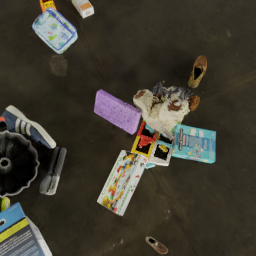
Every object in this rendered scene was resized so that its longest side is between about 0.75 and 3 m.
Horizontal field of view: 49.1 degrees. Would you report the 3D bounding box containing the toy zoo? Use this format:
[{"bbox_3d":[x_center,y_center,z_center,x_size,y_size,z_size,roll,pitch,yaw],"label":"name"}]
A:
[{"bbox_3d":[1.103,0.510,11.221,1.538,0.240,2.344,19,69,7],"label":"toy zoo"}]

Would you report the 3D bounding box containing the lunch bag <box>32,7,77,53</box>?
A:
[{"bbox_3d":[-3.285,-4.443,12.694,1.784,0.736,1.434,44,85,0],"label":"lunch bag"}]

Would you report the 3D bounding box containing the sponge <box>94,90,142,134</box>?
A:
[{"bbox_3d":[-0.450,-0.640,11.079,1.957,1.092,0.292,30,44,17],"label":"sponge"}]

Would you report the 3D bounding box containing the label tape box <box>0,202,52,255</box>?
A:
[{"bbox_3d":[-3.818,4.287,9.349,2.042,0.942,2.851,-32,69,-13],"label":"label tape box"}]

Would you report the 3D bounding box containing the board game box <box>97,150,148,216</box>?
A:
[{"bbox_3d":[-0.192,1.774,9.435,0.348,1.270,2.011,33,75,-30],"label":"board game box"}]

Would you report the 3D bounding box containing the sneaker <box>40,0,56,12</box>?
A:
[{"bbox_3d":[-3.717,-5.442,13.273,0.802,0.848,2.199,-24,79,-11],"label":"sneaker"}]

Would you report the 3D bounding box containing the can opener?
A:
[{"bbox_3d":[-2.800,1.600,10.625,0.501,0.632,1.902,10,64,5],"label":"can opener"}]

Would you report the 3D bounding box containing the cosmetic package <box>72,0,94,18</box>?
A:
[{"bbox_3d":[-2.243,-6.064,13.769,0.614,0.432,1.211,-30,70,-11],"label":"cosmetic package"}]

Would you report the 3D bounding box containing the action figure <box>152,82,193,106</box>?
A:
[{"bbox_3d":[1.491,-1.068,9.272,1.373,0.816,0.701,12,84,-20],"label":"action figure"}]

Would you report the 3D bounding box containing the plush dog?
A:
[{"bbox_3d":[1.654,-0.713,10.951,2.015,1.882,2.346,-35,38,-31],"label":"plush dog"}]

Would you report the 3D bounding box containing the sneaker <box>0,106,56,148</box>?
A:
[{"bbox_3d":[-4.048,0.248,10.965,2.700,1.012,1.141,31,70,22],"label":"sneaker"}]

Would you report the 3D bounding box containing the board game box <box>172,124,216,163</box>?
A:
[{"bbox_3d":[2.586,0.612,10.966,1.636,0.384,1.235,11,68,-6],"label":"board game box"}]

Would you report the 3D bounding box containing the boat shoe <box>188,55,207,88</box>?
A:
[{"bbox_3d":[3.137,-2.563,12.281,0.606,0.573,1.686,17,69,7],"label":"boat shoe"}]

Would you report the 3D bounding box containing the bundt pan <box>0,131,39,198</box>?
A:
[{"bbox_3d":[-4.539,1.359,10.233,2.387,0.896,2.387,9,68,-24],"label":"bundt pan"}]

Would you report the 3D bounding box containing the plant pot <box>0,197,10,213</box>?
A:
[{"bbox_3d":[-4.664,2.843,10.025,0.713,0.782,0.786,-5,68,-9],"label":"plant pot"}]

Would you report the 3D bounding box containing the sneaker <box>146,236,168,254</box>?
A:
[{"bbox_3d":[0.991,4.084,9.740,0.870,0.329,0.307,30,71,12],"label":"sneaker"}]
